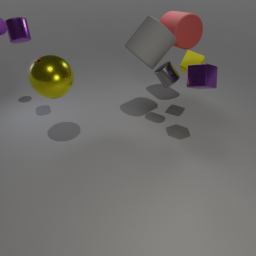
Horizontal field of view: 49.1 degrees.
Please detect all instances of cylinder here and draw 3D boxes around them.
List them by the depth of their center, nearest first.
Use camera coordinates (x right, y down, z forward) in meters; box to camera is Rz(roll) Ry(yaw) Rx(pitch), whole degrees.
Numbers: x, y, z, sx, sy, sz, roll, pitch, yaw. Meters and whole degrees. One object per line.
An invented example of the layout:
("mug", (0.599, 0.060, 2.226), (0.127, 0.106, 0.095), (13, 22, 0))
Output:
("cylinder", (-3.727, -3.307, 9.522), (0.700, 0.700, 0.700), (-11, 10, 2))
("cylinder", (1.458, -1.995, 10.443), (0.700, 0.700, 0.700), (-34, 18, 13))
("cylinder", (0.837, -3.168, 10.460), (1.400, 1.400, 1.400), (38, 11, -9))
("cylinder", (2.194, -4.162, 11.882), (1.400, 1.400, 1.400), (-14, 30, -21))

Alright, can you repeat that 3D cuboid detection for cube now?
("cube", (2.366, -1.634, 8.952), (0.700, 0.700, 0.700), (5, 5, 45))
("cube", (2.506, -2.469, 10.877), (0.700, 0.700, 0.700), (27, -1, 19))

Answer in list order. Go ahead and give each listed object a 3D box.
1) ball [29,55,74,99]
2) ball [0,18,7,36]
("ball", (-2.453, -1.638, 9.026), (1.400, 1.400, 1.400), (0, 32, 0))
("ball", (-4.988, -3.865, 10.682), (0.700, 0.700, 0.700), (0, 32, 0))
